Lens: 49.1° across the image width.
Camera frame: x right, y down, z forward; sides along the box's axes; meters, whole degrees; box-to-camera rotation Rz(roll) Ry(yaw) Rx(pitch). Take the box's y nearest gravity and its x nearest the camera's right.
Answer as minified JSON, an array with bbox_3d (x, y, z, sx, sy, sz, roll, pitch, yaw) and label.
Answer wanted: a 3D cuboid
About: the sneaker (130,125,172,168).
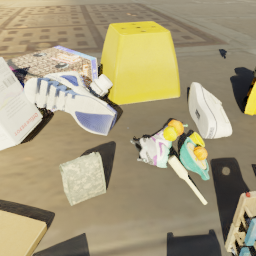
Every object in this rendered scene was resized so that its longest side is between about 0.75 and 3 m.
[{"bbox_3d":[0.636,0.380,7.739,1.127,0.626,1.611,8,33,11],"label":"sneaker"}]

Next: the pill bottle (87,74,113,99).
[{"bbox_3d":[-1.107,-1.328,9.905,1.110,0.632,0.632,-42,33,13],"label":"pill bottle"}]

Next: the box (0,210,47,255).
[{"bbox_3d":[-2.920,2.432,4.869,1.996,0.260,2.442,10,34,15],"label":"box"}]

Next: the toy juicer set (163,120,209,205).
[{"bbox_3d":[1.479,0.544,6.815,0.616,1.439,2.262,-37,23,25],"label":"toy juicer set"}]

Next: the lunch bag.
[{"bbox_3d":[-1.019,1.054,6.260,0.886,1.081,0.636,-17,36,-23],"label":"lunch bag"}]

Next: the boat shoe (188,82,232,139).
[{"bbox_3d":[2.617,-0.634,9.072,0.876,0.959,2.667,3,33,-5],"label":"boat shoe"}]

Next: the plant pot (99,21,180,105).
[{"bbox_3d":[0.385,-2.716,10.947,2.732,2.410,2.732,-8,33,-13],"label":"plant pot"}]

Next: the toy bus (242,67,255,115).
[{"bbox_3d":[5.321,-1.350,9.407,2.331,1.647,2.428,19,44,21],"label":"toy bus"}]

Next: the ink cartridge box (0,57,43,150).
[{"bbox_3d":[-3.611,-0.650,7.863,0.928,2.120,1.541,-19,25,26],"label":"ink cartridge box"}]

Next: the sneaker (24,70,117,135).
[{"bbox_3d":[-1.535,-1.043,8.677,2.785,1.125,1.609,26,35,-2],"label":"sneaker"}]

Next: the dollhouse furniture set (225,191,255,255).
[{"bbox_3d":[1.605,2.052,4.300,2.132,1.494,1.503,-3,33,-5],"label":"dollhouse furniture set"}]

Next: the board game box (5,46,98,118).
[{"bbox_3d":[-2.972,-1.791,10.373,2.362,1.435,2.963,26,41,34],"label":"board game box"}]
